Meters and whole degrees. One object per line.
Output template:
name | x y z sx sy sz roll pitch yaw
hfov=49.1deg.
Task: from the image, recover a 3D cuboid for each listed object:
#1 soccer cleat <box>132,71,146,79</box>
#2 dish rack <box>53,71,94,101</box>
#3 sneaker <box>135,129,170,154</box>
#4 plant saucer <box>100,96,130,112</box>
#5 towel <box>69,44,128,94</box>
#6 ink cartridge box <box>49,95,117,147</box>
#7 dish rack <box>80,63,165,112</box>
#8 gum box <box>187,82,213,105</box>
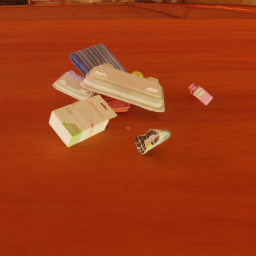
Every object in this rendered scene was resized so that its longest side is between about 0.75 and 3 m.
soccer cleat | 0.483 -1.939 11.353 0.484 0.374 1.157 -41 54 -14
dish rack | -1.907 -1.624 10.409 1.393 0.353 1.623 26 27 -6
sneaker | 0.592 0.335 7.062 0.491 0.478 1.233 -11 -10 -34
plant saucer | -0.484 -0.817 9.698 1.148 0.211 1.146 -5 28 4
towel | -1.108 -2.496 11.491 1.899 0.313 2.622 50 34 -4
ink cartridge box | -1.259 -0.252 8.069 1.678 0.565 0.983 -27 67 -39
dish rack | -0.029 -1.517 9.569 2.831 0.616 2.429 17 23 -1
gum box | 2.537 -1.249 9.965 0.613 0.357 1.080 37 14 -12
